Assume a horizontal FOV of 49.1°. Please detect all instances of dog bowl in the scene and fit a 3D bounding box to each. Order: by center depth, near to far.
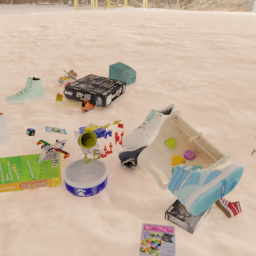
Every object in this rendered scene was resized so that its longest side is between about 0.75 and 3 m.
[{"bbox_3d":[-1.177,1.360,7.833,1.206,0.475,1.206,0,29,0],"label":"dog bowl"}]

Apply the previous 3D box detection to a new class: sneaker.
[{"bbox_3d":[2.510,1.890,7.072,0.449,0.284,0.798,-15,39,-17],"label":"sneaker"},{"bbox_3d":[1.896,1.214,7.164,2.046,0.814,1.336,-22,38,-30],"label":"sneaker"},{"bbox_3d":[0.323,0.916,8.578,1.189,0.452,0.859,-14,20,-5],"label":"sneaker"},{"bbox_3d":[0.740,-0.110,9.611,2.438,1.079,0.918,-32,51,-30],"label":"sneaker"},{"bbox_3d":[-1.675,-0.993,12.052,0.357,0.516,0.921,13,31,22],"label":"sneaker"},{"bbox_3d":[-4.822,-1.808,12.946,1.834,1.082,0.675,-20,36,-29],"label":"sneaker"}]

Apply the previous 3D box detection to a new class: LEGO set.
[{"bbox_3d":[-2.082,0.544,9.091,2.339,0.574,1.747,10,20,-26],"label":"LEGO set"}]

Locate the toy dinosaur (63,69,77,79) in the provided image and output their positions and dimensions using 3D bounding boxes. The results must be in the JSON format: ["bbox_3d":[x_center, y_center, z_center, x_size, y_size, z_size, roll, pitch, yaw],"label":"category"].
[{"bbox_3d":[-3.119,-3.006,15.784,1.150,0.494,0.780,27,32,31],"label":"toy dinosaur"}]

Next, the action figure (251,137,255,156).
[{"bbox_3d":[4.583,0.773,8.716,1.313,0.710,1.358,13,31,39],"label":"action figure"}]

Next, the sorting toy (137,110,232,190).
[{"bbox_3d":[1.418,0.872,8.209,2.001,1.188,2.223,-28,50,-17],"label":"sorting toy"}]

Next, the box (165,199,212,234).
[{"bbox_3d":[1.478,2.034,6.856,0.778,0.237,0.982,22,36,34],"label":"box"}]

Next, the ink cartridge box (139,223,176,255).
[{"bbox_3d":[0.621,2.579,5.875,0.761,0.267,1.275,3,31,7],"label":"ink cartridge box"}]

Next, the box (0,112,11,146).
[{"bbox_3d":[-5.338,0.265,9.136,1.435,1.125,2.308,18,34,29],"label":"box"}]

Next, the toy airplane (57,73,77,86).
[{"bbox_3d":[-3.158,-2.477,14.560,0.982,0.696,0.986,-1,28,-4],"label":"toy airplane"}]

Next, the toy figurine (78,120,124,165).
[{"bbox_3d":[-1.047,0.293,8.096,1.085,0.955,1.811,11,22,35],"label":"toy figurine"}]

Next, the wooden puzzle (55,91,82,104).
[{"bbox_3d":[-2.314,-1.433,13.012,2.127,0.249,1.435,-2,28,-18],"label":"wooden puzzle"}]

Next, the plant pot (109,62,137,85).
[{"bbox_3d":[-0.238,-2.865,15.074,1.321,0.933,0.933,25,37,29],"label":"plant pot"}]

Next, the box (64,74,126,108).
[{"bbox_3d":[-1.455,-1.822,13.109,2.031,0.552,2.536,15,27,14],"label":"box"}]

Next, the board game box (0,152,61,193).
[{"bbox_3d":[-3.375,1.291,8.052,2.819,0.423,1.347,-3,28,-12],"label":"board game box"}]
